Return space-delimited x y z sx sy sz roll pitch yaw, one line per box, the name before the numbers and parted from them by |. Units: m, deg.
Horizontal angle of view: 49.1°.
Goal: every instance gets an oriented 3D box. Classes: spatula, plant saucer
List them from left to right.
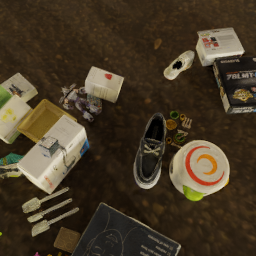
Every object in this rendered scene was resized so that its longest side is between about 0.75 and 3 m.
plant saucer | -3.192 -0.072 11.189 1.695 0.411 1.695 33 67 6
spatula | -2.725 2.839 9.869 1.734 0.139 1.206 -25 63 -13

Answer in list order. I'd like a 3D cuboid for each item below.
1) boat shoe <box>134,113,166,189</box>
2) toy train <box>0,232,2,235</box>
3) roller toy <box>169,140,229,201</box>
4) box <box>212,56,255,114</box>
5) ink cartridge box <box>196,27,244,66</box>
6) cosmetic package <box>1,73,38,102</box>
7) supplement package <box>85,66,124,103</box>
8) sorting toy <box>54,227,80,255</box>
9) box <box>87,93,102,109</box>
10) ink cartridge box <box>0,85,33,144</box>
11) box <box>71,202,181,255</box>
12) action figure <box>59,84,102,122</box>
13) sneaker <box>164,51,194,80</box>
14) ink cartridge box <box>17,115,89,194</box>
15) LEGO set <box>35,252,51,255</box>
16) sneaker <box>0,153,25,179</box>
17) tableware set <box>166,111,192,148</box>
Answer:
boat shoe | 0.902 0.768 10.501 1.047 0.989 2.918 14 62 8
toy train | -4.590 3.799 8.967 2.318 0.981 1.342 26 51 14
roller toy | 2.474 1.461 9.892 2.004 1.400 1.828 -21 73 -17
box | 5.314 -1.930 12.184 2.690 0.668 2.670 -3 62 -2
ink cartridge box | 4.221 -3.827 13.139 1.792 0.751 1.573 -8 62 -4
cosmetic package | -4.974 -1.466 12.053 1.261 0.432 1.672 39 68 22
supplement package | -1.016 -1.819 11.815 1.413 0.846 0.857 19 57 -3
sorting toy | -2.076 3.876 9.321 0.703 0.126 0.944 18 63 5
box | -1.446 -1.224 12.050 0.621 0.181 0.906 -1 61 0
ink cartridge box | -4.927 -0.707 10.823 0.539 2.246 1.634 -1 48 53
box | -0.264 4.127 8.280 2.687 1.665 2.641 25 64 13
action figure | -1.945 -1.045 11.196 1.771 0.614 1.152 41 80 -16
sneaker | 2.436 -2.920 12.532 0.698 0.848 1.844 44 71 2
ink cartridge box | -2.544 0.964 9.984 1.001 1.706 2.330 30 66 15
LEGO set | -2.648 4.234 8.978 0.961 0.366 0.394 19 63 9
sneaker | -4.450 1.372 10.419 2.096 0.812 0.835 -1 47 -9
tableware set | 1.953 0.016 11.349 1.026 0.234 1.524 21 64 12
